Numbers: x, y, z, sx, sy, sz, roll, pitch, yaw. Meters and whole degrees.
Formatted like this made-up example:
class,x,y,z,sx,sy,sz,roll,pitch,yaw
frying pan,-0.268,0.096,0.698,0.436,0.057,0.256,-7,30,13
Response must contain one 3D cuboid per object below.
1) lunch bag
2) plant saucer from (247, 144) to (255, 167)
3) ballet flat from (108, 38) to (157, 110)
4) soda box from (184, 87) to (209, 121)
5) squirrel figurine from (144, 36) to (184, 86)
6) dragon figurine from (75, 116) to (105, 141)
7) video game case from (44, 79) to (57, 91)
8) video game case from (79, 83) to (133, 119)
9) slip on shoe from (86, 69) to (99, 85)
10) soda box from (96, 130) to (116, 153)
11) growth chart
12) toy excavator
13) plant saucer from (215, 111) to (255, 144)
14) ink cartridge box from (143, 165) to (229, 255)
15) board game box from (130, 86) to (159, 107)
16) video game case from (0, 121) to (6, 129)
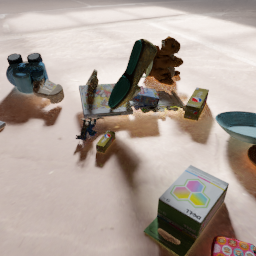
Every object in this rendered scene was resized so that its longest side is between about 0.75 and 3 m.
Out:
class,x,y,z,sx,sy,sz,roll,pitch,yaw
lunch bag,2.296,2.891,6.109,0.986,0.404,0.868,9,40,14
plant saucer,4.532,1.011,8.977,1.379,0.258,1.379,0,35,0
ballet flat,0.229,-1.883,10.618,1.043,2.952,1.043,22,23,-10
soda box,2.862,-1.023,11.644,0.590,0.624,1.844,15,36,21
squirrel figurine,1.669,-3.541,14.057,2.230,2.081,1.578,18,38,25
dragon figurine,-1.409,0.009,10.274,0.450,0.760,1.529,13,17,21
video game case,-3.463,-1.889,13.001,0.820,0.094,0.746,29,27,-22
video game case,-0.981,-1.210,11.760,1.974,0.248,2.169,-5,41,-13
slip on shoe,-1.516,-2.149,12.529,0.484,1.596,0.607,31,72,-11
soda box,-0.766,0.471,9.729,0.319,0.302,0.942,12,36,19
growth chart,1.052,-1.159,12.188,2.737,0.243,1.981,-2,34,-2
toy excavator,-4.253,-2.092,12.826,2.788,1.432,2.868,-4,47,-2
plant saucer,4.409,0.056,9.906,2.659,0.512,2.659,3,22,-1
ink cartridge box,1.522,1.992,7.151,1.182,0.675,2.277,25,41,32
board game box,0.555,-1.425,11.798,1.321,0.408,1.322,6,32,-7
video game case,-5.806,-0.041,10.612,1.835,0.165,1.314,15,37,20
